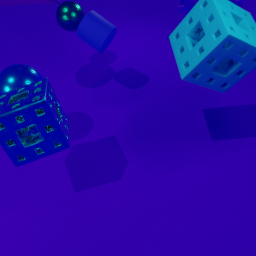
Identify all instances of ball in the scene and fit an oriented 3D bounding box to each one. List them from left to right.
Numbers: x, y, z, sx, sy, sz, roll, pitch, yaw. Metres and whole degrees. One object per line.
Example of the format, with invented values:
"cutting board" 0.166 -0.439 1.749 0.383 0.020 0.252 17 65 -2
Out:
"ball" -2.731 -1.028 7.179 1.216 1.216 1.216 0 50 0
"ball" -1.945 -3.775 9.476 0.980 0.980 0.980 0 50 0

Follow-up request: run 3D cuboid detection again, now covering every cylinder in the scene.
"cylinder" -0.940 -2.908 8.484 0.899 0.899 0.899 36 56 -2

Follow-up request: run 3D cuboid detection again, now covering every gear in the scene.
"gear" 2.678 -4.089 9.156 1.970 1.970 0.364 13 60 10

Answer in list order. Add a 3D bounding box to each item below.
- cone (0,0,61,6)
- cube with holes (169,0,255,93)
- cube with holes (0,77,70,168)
"cone" -2.513 -3.688 7.535 1.492 1.487 1.487 15 43 -31
"cube with holes" 1.943 -1.807 6.117 1.327 1.327 1.327 11 54 -30
"cube with holes" -2.050 -0.148 5.998 1.197 1.197 1.197 -20 33 -1
